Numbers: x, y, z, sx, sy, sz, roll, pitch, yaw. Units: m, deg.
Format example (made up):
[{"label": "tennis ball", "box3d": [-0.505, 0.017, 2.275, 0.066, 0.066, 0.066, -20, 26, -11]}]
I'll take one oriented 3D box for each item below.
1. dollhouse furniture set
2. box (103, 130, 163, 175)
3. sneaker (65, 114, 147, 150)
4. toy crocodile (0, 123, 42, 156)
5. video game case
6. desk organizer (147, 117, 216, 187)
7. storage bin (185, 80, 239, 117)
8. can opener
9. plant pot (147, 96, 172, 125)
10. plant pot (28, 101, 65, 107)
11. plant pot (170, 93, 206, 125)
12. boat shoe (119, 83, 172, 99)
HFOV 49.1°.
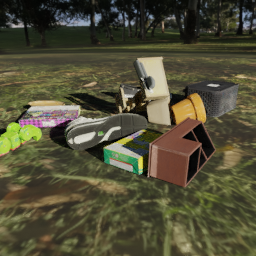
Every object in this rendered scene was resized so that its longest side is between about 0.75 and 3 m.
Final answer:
[{"label": "dollhouse furniture set", "box3d": [0.703, -1.780, 12.292, 2.187, 1.657, 2.495, -7, -10, -18]}, {"label": "box", "box3d": [0.484, 0.611, 8.600, 1.341, 0.553, 2.286, 14, 25, 37]}, {"label": "sneaker", "box3d": [-0.861, -0.143, 9.885, 2.868, 1.083, 1.650, -10, 23, -20]}, {"label": "toy crocodile", "box3d": [-3.824, 0.424, 9.011, 0.801, 0.733, 2.374, 14, 28, 25]}, {"label": "video game case", "box3d": [-3.237, -0.518, 11.984, 2.227, 0.399, 2.019, -2, 19, -5]}, {"label": "desk organizer", "box3d": [1.691, 0.573, 8.052, 1.059, 0.986, 2.750, 14, 24, 29]}, {"label": "storage bin", "box3d": [4.057, -1.508, 13.611, 1.759, 1.220, 2.602, 16, 25, 38]}, {"label": "can opener", "box3d": [0.636, -1.907, 10.254, 0.416, 0.525, 1.581, 21, 38, -44]}, {"label": "plant pot", "box3d": [1.312, -0.711, 11.791, 0.914, 1.031, 1.033, -6, 18, 13]}, {"label": "plant pot", "box3d": [-3.961, -1.100, 13.691, 1.722, 0.237, 1.722, 2, 14, 0]}, {"label": "plant pot", "box3d": [2.388, -0.653, 11.405, 1.141, 1.246, 1.246, -17, 20, 0]}, {"label": "boat shoe", "box3d": [0.938, -2.088, 15.566, 2.990, 0.990, 1.045, 4, 20, 12]}]
